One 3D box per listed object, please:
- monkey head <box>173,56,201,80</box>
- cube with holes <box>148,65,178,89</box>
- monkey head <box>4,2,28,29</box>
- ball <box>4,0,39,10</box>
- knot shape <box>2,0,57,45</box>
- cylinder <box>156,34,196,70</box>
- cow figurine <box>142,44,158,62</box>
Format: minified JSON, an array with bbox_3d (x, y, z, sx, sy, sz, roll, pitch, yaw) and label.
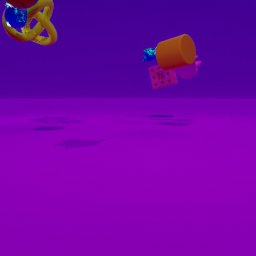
[{"bbox_3d":[2.125,-2.286,9.990,1.010,0.846,1.404,-46,26,-22],"label":"monkey head"},{"bbox_3d":[1.541,-2.258,12.140,0.914,0.914,0.914,-12,4,24],"label":"cube with holes"},{"bbox_3d":[-3.321,-3.527,8.669,0.984,0.824,1.367,-18,22,-21],"label":"monkey head"},{"bbox_3d":[-2.430,-3.160,6.281,0.926,0.926,0.926,0,7,0],"label":"ball"},{"bbox_3d":[-3.192,-3.759,9.710,1.876,1.755,0.867,15,35,-48],"label":"knot shape"},{"bbox_3d":[1.397,-2.191,8.190,0.862,0.862,0.862,-4,2,43],"label":"cylinder"},{"bbox_3d":[1.064,-2.572,10.174,0.611,1.113,1.095,-19,-22,-42],"label":"cow figurine"}]
